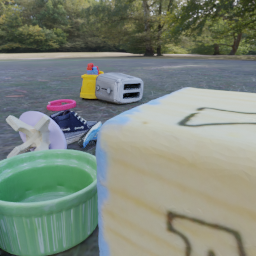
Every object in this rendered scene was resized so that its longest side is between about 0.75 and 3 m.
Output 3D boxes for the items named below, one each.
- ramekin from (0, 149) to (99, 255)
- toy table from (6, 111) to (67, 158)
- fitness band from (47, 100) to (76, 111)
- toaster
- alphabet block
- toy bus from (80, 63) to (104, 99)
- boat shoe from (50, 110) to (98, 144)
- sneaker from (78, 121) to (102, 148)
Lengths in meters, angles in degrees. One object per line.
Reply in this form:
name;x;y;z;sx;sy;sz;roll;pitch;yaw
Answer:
ramekin;-1.285;1.087;4.393;1.866;0.912;1.866;0;17;0
toy table;-2.169;0.214;6.538;1.438;1.322;0.842;33;7;7
fitness band;-2.937;-1.025;12.384;0.977;0.255;1.361;12;22;32
toaster;-0.325;-1.893;13.434;2.357;1.339;1.522;-10;23;-44
alphabet block;1.242;0.895;2.777;2.288;2.247;2.235;10;21;29
toy bus;-1.706;-2.426;14.376;1.258;1.779;1.853;2;16;10
boat shoe;-1.523;-0.153;8.445;0.724;0.899;1.938;11;21;31
sneaker;-0.942;0.248;7.803;0.435;0.499;1.110;-32;10;39
